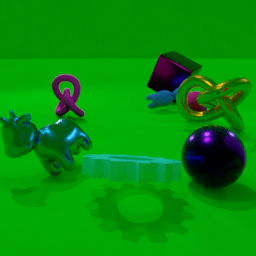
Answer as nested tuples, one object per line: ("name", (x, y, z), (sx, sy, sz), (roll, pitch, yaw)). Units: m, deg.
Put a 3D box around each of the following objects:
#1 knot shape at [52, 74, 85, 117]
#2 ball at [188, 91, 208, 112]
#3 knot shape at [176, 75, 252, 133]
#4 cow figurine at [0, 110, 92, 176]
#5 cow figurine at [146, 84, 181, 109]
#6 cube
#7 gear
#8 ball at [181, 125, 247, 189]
("knot shape", (-1.805, -0.959, 8.337), (0.632, 1.279, 1.367), (-19, 24, -38))
("ball", (1.932, -0.687, 8.081), (0.746, 0.746, 0.746), (0, 15, 0))
("knot shape", (2.148, -0.660, 6.653), (1.882, 0.870, 1.761), (26, -21, 1))
("cow figurine", (-1.271, 0.135, 4.380), (0.704, 1.263, 1.283), (-22, 19, 36))
("cow figurine", (1.348, -1.024, 9.347), (1.189, 0.653, 1.170), (-18, 5, -42))
("cube", (1.807, -2.020, 10.899), (1.383, 1.383, 1.383), (33, 33, 16))
("gear", (0.049, 0.516, 3.705), (1.268, 0.235, 1.268), (3, -2, 0))
("ball", (1.246, 0.417, 4.107), (0.924, 0.924, 0.924), (0, 15, 0))
